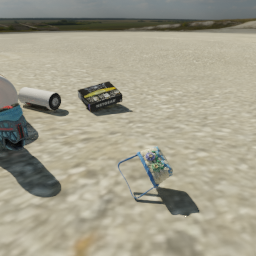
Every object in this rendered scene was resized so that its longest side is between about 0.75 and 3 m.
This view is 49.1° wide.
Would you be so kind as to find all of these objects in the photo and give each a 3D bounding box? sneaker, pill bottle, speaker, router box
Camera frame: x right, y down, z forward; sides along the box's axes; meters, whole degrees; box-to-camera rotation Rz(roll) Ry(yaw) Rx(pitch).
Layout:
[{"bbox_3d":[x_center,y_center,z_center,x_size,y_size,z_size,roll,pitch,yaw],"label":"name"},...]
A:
[{"bbox_3d":[-2.936,0.146,6.695,0.828,0.997,2.088,-27,5,-32],"label":"sneaker"},{"bbox_3d":[-4.698,-1.243,9.105,1.530,1.530,2.676,-15,29,-32],"label":"pill bottle"},{"bbox_3d":[-3.186,-1.068,10.062,1.562,0.634,0.634,13,26,27],"label":"speaker"},{"bbox_3d":[-1.001,-1.159,10.064,1.309,0.342,1.029,-20,46,-24],"label":"router box"}]

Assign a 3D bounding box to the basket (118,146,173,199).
[{"bbox_3d":[0.333,0.804,5.372,0.910,0.633,0.802,-32,63,1],"label":"basket"}]
